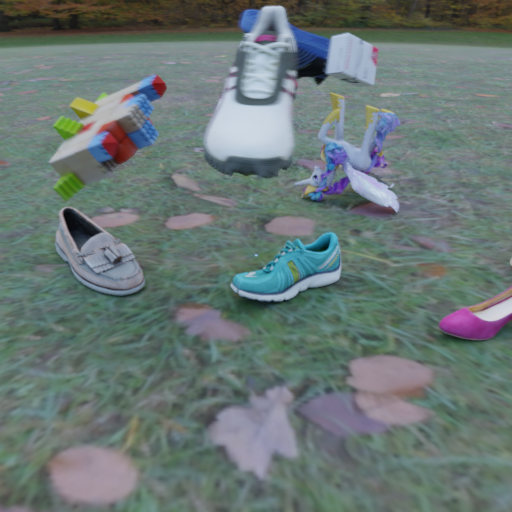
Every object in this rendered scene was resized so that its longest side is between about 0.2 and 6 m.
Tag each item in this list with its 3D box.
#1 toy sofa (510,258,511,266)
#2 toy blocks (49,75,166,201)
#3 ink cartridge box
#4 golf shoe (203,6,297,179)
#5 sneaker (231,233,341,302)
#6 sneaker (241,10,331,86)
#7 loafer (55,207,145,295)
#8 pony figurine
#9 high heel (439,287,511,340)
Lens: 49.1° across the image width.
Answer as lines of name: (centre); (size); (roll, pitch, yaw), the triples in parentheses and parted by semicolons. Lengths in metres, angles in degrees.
toy sofa: (5.590, 0.287, 9.491); (1.040, 1.226, 2.512); (20, 22, -17)
toy blocks: (-2.437, -2.200, 9.821); (1.708, 1.249, 2.499); (-11, 42, 31)
ink cartridge box: (1.481, -2.992, 8.603); (0.806, 0.585, 0.336); (3, 7, -43)
golf shoe: (-0.041, -2.311, 7.851); (1.254, 1.431, 3.248); (5, 43, 2)
sneaker: (0.529, 0.154, 9.657); (2.237, 0.891, 0.867); (-18, 32, -31)
sneaker: (0.682, -4.484, 12.289); (2.515, 0.980, 0.882); (12, 44, -27)
loafer: (-2.994, -0.136, 10.263); (0.975, 0.853, 2.713); (-21, 34, -36)
pony figurine: (2.385, -2.277, 13.331); (2.468, 2.556, 2.129); (17, 20, -1)
high heel: (3.716, 0.695, 8.510); (1.962, 0.941, 0.661); (-5, 27, -9)
